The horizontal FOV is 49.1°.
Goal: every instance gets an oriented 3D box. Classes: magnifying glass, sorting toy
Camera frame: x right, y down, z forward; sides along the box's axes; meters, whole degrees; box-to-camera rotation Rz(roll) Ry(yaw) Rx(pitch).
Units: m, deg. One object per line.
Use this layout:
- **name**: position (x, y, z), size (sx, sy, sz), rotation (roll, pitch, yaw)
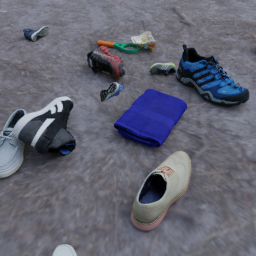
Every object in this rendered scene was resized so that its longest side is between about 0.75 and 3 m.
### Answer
- **magnifying glass**: position (-0.415, -3.599, 12.305), size (1.954, 0.219, 0.778), rotation (16, 42, 15)
- **sorting toy**: position (0.625, -3.740, 12.072), size (0.934, 0.554, 1.038), rotation (0, 40, -13)

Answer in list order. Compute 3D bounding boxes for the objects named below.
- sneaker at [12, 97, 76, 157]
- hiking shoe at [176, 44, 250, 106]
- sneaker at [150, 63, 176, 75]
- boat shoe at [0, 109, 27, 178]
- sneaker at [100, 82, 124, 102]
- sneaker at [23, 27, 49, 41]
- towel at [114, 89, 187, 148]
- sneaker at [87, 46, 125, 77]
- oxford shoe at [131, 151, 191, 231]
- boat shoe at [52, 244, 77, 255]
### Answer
- **sneaker**: position (-1.862, 0.042, 7.675), size (1.374, 0.897, 2.456), rotation (38, 29, 1)
- **hiking shoe**: position (2.727, -1.725, 9.288), size (1.056, 1.231, 2.839), rotation (-31, 49, -31)
- **sneaker**: position (1.333, -2.194, 10.512), size (1.065, 0.394, 0.431), rotation (-11, 45, -11)
- **boat shoe**: position (-3.065, 0.291, 7.298), size (0.744, 0.759, 2.131), rotation (0, 41, 0)
- **sneaker**: position (-0.487, -1.031, 8.428), size (0.432, 0.969, 0.381), rotation (4, 69, -42)
- **sneaker**: position (-4.369, -4.538, 13.181), size (0.850, 0.447, 1.176), rotation (22, 46, 20)
- **towel**: position (0.707, -0.305, 8.170), size (1.491, 0.500, 2.020), rotation (24, 49, 20)
- **sneaker**: position (-0.888, -2.392, 10.442), size (1.045, 0.756, 2.140), rotation (-19, 42, -22)
- **oxford shoe**: position (0.863, 1.174, 6.202), size (0.808, 0.843, 2.284), rotation (20, 45, 22)
- **boat shoe**: position (-1.065, 2.674, 4.665), size (0.616, 0.563, 1.647), rotation (-8, 41, -9)
